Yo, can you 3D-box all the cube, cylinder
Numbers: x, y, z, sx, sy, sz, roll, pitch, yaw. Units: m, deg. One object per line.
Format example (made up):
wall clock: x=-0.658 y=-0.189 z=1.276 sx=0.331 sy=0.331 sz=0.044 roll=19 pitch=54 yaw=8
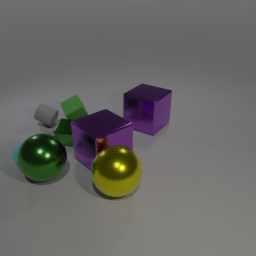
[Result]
cube: x=-2.096 y=0.167 z=9.882 sx=0.700 sy=0.700 sz=0.700 roll=7 pitch=48 yaw=13
cube: x=-0.806 y=0.418 z=8.896 sx=1.400 sy=1.400 sz=1.400 roll=-23 pitch=37 yaw=-35
cube: x=0.754 y=-0.768 z=10.935 sx=1.400 sy=1.400 sz=1.400 roll=18 pitch=33 yaw=28
cube: x=-1.985 y=-0.677 z=10.455 sx=0.700 sy=0.700 sz=0.700 roll=-29 pitch=57 yaw=-1
cylinder: x=-3.190 y=-0.519 z=10.977 sx=0.700 sy=0.700 sz=0.700 roll=25 pitch=33 yaw=1

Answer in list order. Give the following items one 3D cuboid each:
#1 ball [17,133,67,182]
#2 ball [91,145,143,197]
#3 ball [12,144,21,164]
ball: x=-2.488 y=0.853 z=8.167 sx=1.400 sy=1.400 sz=1.400 roll=0 pitch=30 yaw=0
ball: x=-0.302 y=1.158 z=7.615 sx=1.400 sy=1.400 sz=1.400 roll=0 pitch=30 yaw=0
ball: x=-3.290 y=0.848 z=8.878 sx=0.700 sy=0.700 sz=0.700 roll=0 pitch=30 yaw=0
